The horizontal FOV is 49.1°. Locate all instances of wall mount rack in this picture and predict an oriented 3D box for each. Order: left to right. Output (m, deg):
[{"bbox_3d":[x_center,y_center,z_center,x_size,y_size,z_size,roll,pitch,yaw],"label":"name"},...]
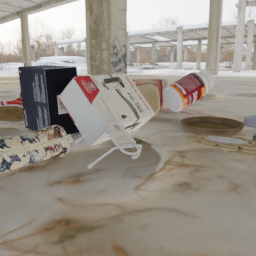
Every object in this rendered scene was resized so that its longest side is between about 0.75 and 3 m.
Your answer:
[{"bbox_3d":[-0.525,0.407,7.490,1.517,0.651,1.746,-5,36,-32],"label":"wall mount rack"}]

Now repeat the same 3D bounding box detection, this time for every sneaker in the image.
[{"bbox_3d":[-5.608,-0.902,12.591,2.751,0.980,1.547,9,18,4],"label":"sneaker"}]

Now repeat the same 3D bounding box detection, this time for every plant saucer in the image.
[{"bbox_3d":[3.152,-0.074,10.600,2.319,0.342,2.319,0,15,0],"label":"plant saucer"}]

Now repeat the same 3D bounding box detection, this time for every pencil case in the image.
[{"bbox_3d":[-2.534,0.522,6.963,1.027,0.893,2.296,0,10,42],"label":"pencil case"}]

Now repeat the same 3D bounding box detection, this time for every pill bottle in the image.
[{"bbox_3d":[3.159,-1.998,14.455,2.526,1.427,1.427,-32,25,-19],"label":"pill bottle"}]

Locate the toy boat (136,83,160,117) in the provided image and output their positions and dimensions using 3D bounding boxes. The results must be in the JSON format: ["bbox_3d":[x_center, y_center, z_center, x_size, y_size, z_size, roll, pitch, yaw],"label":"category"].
[{"bbox_3d":[0.148,-1.139,12.122,2.324,1.517,1.519,-14,21,-21],"label":"toy boat"}]

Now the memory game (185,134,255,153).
[{"bbox_3d":[2.916,0.422,8.351,2.413,0.154,2.413,4,7,-1],"label":"memory game"}]

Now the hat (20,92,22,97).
[{"bbox_3d":[-4.909,-1.180,15.248,1.736,1.844,2.095,-16,-26,-3],"label":"hat"}]

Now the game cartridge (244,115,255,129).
[{"bbox_3d":[5.361,-0.149,10.037,1.381,0.431,2.073,-16,20,-39],"label":"game cartridge"}]

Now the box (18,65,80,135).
[{"bbox_3d":[-2.868,-1.054,10.214,1.248,2.397,2.182,-15,21,-41],"label":"box"}]

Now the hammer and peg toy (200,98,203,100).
[{"bbox_3d":[3.800,-2.355,18.703,2.475,0.873,1.820,-5,15,-20],"label":"hammer and peg toy"}]

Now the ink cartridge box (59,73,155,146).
[{"bbox_3d":[-0.612,-0.758,9.571,1.131,2.004,2.730,-42,-14,36],"label":"ink cartridge box"}]

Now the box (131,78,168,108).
[{"bbox_3d":[0.834,-1.847,15.146,2.497,1.596,1.360,-12,18,-41],"label":"box"}]

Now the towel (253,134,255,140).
[{"bbox_3d":[5.232,0.251,9.574,1.539,0.228,2.099,9,15,31],"label":"towel"}]
